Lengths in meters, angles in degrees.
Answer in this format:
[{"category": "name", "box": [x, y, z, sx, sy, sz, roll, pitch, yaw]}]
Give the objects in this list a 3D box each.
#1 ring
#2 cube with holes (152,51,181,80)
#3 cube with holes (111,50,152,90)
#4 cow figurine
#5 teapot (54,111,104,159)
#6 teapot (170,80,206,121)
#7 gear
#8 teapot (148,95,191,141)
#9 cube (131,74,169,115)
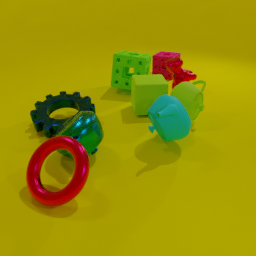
[{"category": "ring", "box": [-1.342, 0.790, 5.303, 1.349, 0.270, 1.349, -8, 67, 19]}, {"category": "cube with holes", "box": [1.608, -2.643, 11.742, 0.901, 0.901, 0.901, 13, 31, 25]}, {"category": "cube with holes", "box": [0.132, -2.083, 10.109, 1.149, 1.149, 1.149, 11, 23, 11]}, {"category": "cow figurine", "box": [1.699, -1.772, 9.628, 1.258, 1.279, 0.702, 5, 28, -17]}, {"category": "teapot", "box": [-1.061, 0.257, 6.381, 1.208, 0.951, 1.943, -36, 20, 15]}, {"category": "teapot", "box": [1.662, -0.632, 7.866, 0.914, 1.161, 1.867, 22, 70, 31]}, {"category": "gear", "box": [-1.797, -0.416, 7.840, 1.739, 0.322, 1.739, 0, 41, 0]}, {"category": "teapot", "box": [0.912, -0.193, 6.700, 0.915, 1.868, 1.161, -30, 75, -5]}, {"category": "cube", "box": [0.641, -1.038, 8.630, 0.971, 0.971, 0.971, -2, 28, -5]}]
